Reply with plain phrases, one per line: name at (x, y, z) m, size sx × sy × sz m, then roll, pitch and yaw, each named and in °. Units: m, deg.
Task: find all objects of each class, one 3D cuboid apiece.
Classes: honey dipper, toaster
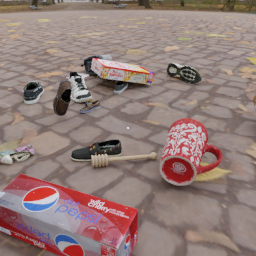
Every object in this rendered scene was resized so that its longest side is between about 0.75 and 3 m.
honey dipper at (-0.091, 0.900, 8.434) m, size 2.005 × 0.381 × 0.381 m, roll -5°, pitch 29°, yaw -13°
toaster at (-1.669, -3.566, 15.755) m, size 1.735 × 0.986 × 1.121 m, roll -2°, pitch 13°, yaw 37°

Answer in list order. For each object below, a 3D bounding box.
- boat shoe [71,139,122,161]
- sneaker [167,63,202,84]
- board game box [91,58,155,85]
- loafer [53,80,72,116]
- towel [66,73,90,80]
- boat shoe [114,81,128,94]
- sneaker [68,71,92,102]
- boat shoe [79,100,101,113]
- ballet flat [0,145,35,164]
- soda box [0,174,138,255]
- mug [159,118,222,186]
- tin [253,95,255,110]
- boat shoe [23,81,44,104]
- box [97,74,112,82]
boat shoe at (-0.983, 0.665, 8.717) m, size 1.598 × 0.501 × 0.585 m, roll -7°, pitch 30°, yaw -10°
sneaker at (3.211, -3.039, 15.218) m, size 1.012 × 0.878 × 2.283 m, roll -10°, pitch 32°, yaw -37°
board game box at (-0.308, -2.885, 14.302) m, size 2.712 × 0.628 × 2.055 m, roll 3°, pitch 22°, yaw -25°
loafer at (-2.466, -1.042, 10.589) m, size 0.562 × 1.539 × 0.546 m, roll -3°, pitch 38°, yaw -29°
towel at (-2.742, -2.815, 15.408) m, size 0.951 × 0.153 × 0.909 m, roll 15°, pitch 32°, yaw 27°
boat shoe at (-0.336, -2.138, 13.881) m, size 0.514 × 0.424 × 1.496 m, roll 6°, pitch 29°, yaw 11°
sneaker at (-2.330, -1.933, 12.927) m, size 0.863 × 1.000 × 2.281 m, roll -13°, pitch 33°, yaw -25°
boat shoe at (-1.608, -0.932, 11.731) m, size 0.372 × 0.373 × 1.030 m, roll 26°, pitch 38°, yaw 38°
ballet flat at (-3.446, 0.860, 8.506) m, size 1.215 × 0.420 × 0.432 m, roll -16°, pitch 52°, yaw -27°
soda box at (-1.328, 1.944, 5.871) m, size 2.983 × 0.946 × 1.044 m, roll 12°, pitch 32°, yaw 20°
mug at (1.700, 0.637, 7.677) m, size 1.588 × 1.194 × 1.789 m, roll -3°, pitch 28°, yaw 23°
tin at (5.145, -0.526, 10.070) m, size 1.130 × 0.423 × 2.019 m, roll 18°, pitch 53°, yaw -17°
boat shoe at (-4.412, -1.843, 13.089) m, size 0.832 × 0.664 × 2.201 m, roll -6°, pitch 29°, yaw -11°
box at (-1.048, -2.850, 15.379) m, size 0.963 × 0.237 × 0.997 m, roll -18°, pitch 32°, yaw -32°
